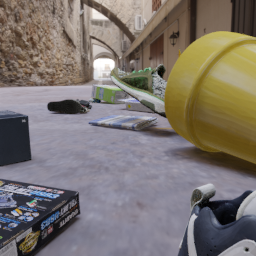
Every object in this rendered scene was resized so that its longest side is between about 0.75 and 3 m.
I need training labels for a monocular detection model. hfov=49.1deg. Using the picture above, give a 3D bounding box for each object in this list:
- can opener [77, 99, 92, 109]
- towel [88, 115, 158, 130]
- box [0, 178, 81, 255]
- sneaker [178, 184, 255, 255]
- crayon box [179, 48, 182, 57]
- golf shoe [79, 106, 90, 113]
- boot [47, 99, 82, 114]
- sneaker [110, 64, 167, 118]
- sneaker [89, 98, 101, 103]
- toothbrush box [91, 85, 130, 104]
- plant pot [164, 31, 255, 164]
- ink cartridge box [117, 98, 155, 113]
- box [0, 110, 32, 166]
[{"bbox_3d":[-2.282,-1.121,13.795,0.544,0.431,1.636,-44,29,-21],"label":"can opener"},{"bbox_3d":[-0.130,-0.187,8.947,1.869,0.223,1.373,5,13,34],"label":"towel"},{"bbox_3d":[-1.346,0.894,2.734,1.285,0.319,1.276,4,11,23],"label":"box"},{"bbox_3d":[0.860,0.768,1.217,0.679,1.107,1.700,-7,12,-28],"label":"sneaker"},{"bbox_3d":[1.770,-1.005,7.367,0.565,1.377,2.191,-6,43,0],"label":"crayon box"},{"bbox_3d":[-2.044,-0.817,12.146,0.437,0.383,0.992,6,12,-39],"label":"golf shoe"},{"bbox_3d":[-2.532,-0.973,12.435,1.638,0.654,1.802,8,4,13],"label":"boot"},{"bbox_3d":[0.584,-1.294,7.970,2.741,1.215,1.054,39,8,38],"label":"sneaker"},{"bbox_3d":[-1.925,-1.628,16.595,0.757,0.287,0.397,-5,12,-28],"label":"sneaker"},{"bbox_3d":[-1.028,-2.014,16.531,1.877,0.808,1.367,17,16,37],"label":"toothbrush box"},{"bbox_3d":[2.188,-0.372,5.020,2.323,2.323,2.186,-5,28,-28],"label":"plant pot"},{"bbox_3d":[1.095,-1.125,13.298,2.324,0.546,2.297,8,14,44],"label":"ink cartridge box"},{"bbox_3d":[-2.374,0.144,5.338,0.611,0.847,1.141,-10,14,-41],"label":"box"}]
